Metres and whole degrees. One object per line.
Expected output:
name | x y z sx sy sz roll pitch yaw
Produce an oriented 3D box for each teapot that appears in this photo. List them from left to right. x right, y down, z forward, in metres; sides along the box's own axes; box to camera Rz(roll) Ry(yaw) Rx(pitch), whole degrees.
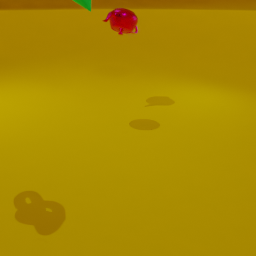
teapot | -0.236 -3.819 10.159 1.715 0.840 1.067 8 4 -45

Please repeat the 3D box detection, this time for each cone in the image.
cone | -1.245 -3.653 7.894 0.903 0.907 0.903 -27 -6 -3
